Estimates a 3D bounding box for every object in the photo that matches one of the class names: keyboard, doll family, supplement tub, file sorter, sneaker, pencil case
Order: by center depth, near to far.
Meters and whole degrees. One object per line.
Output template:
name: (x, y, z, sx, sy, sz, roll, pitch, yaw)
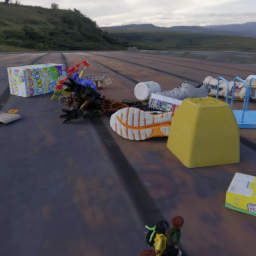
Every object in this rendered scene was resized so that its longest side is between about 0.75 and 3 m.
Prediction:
doll family: (0.401, 1.465, 3.205, 0.492, 0.725, 1.253, 3, 19, 9)
sneaker: (0.617, -0.088, 7.833, 2.237, 0.876, 0.864, 5, 3, 9)
file sorter: (4.097, -0.868, 9.027, 2.286, 1.403, 1.586, 2, 19, 6)
keyboard: (0.129, -0.816, 10.437, 2.055, 0.407, 1.070, -6, 20, -21)
sneaker: (2.189, -1.482, 11.512, 2.286, 0.937, 0.854, -4, 18, -14)
supplement tub: (0.858, -1.602, 12.029, 0.754, 0.754, 1.040, 15, 20, 37)
pencil case: (4.363, -1.759, 12.439, 0.999, 0.869, 2.234, -15, 24, -41)

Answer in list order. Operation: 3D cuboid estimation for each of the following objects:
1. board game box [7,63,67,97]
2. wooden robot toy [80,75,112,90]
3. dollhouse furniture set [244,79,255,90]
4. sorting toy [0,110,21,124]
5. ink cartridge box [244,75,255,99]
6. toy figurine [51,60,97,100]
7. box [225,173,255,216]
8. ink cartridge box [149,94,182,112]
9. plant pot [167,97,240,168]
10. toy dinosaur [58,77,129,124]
board game box: (-4.351, -2.384, 13.647, 1.260, 1.282, 2.445, 13, 23, 34)
wooden robot toy: (-1.748, -2.263, 14.661, 1.775, 0.782, 0.806, -4, -16, -9)
dollhouse furniture set: (5.560, -1.019, 10.713, 1.945, 1.081, 1.720, 13, -2, 35)
sorting toy: (-4.122, -0.308, 9.258, 0.835, 0.202, 1.482, 11, 22, 18)
ink cartridge box: (6.742, -1.801, 12.830, 2.870, 0.642, 2.529, 13, 25, 33)
toy figurine: (-2.003, -1.409, 11.501, 1.299, 1.475, 2.462, -36, -5, -42)
box: (2.452, 1.188, 4.627, 1.451, 0.351, 0.851, 8, 20, 30)
ink cartridge box: (1.582, -0.835, 10.347, 1.587, 0.399, 0.864, 15, 19, 0)
plant pot: (1.766, 0.004, 6.554, 1.300, 1.338, 1.308, -4, 20, -13)
toy dinosaur: (-1.317, -0.948, 9.630, 2.776, 1.418, 1.884, -14, -6, 27)
